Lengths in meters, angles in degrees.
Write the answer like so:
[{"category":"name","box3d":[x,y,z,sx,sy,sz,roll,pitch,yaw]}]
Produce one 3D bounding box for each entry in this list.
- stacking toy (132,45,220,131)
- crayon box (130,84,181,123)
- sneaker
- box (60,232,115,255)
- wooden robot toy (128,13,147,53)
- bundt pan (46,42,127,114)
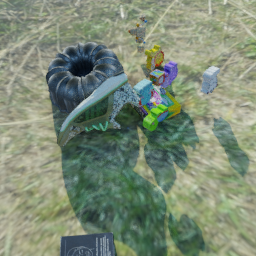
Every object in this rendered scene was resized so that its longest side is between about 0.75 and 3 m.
[{"category":"stacking toy","box3d":[0.707,-1.129,7.368,2.198,0.685,2.915,32,54,33]},{"category":"crayon box","box3d":[0.689,-0.680,7.563,0.986,0.333,1.142,-25,56,-19]},{"category":"sneaker","box3d":[-0.680,-0.239,6.612,2.389,0.919,1.058,-43,93,9]},{"category":"box","box3d":[-0.736,2.404,5.179,0.986,0.528,0.732,-3,53,-3]},{"category":"wooden robot toy","box3d":[0.250,-2.896,8.554,0.523,1.153,0.508,-3,29,-12]},{"category":"bundt pan","box3d":[-1.204,-1.466,7.627,2.292,0.860,2.292,-4,59,7]}]
